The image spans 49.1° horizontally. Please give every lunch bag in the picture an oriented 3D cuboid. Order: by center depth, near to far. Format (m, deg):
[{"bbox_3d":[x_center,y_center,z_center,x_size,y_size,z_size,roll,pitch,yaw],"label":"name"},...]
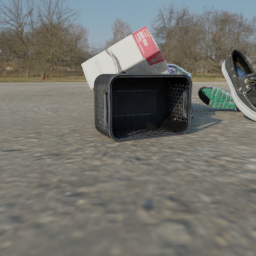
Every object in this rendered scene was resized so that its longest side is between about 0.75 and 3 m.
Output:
[{"bbox_3d":[0.646,-1.440,10.198,2.887,1.835,2.448,-14,13,-5],"label":"lunch bag"}]

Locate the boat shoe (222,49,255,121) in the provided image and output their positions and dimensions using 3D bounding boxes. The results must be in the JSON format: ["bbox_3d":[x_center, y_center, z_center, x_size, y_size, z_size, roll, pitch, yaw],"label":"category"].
[{"bbox_3d":[3.842,-1.472,8.950,0.942,0.892,2.694,-6,55,-5],"label":"boat shoe"}]

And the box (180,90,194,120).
[{"bbox_3d":[1.706,-0.698,8.306,0.244,0.981,0.774,-6,11,26],"label":"box"}]

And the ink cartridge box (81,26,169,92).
[{"bbox_3d":[-0.039,-1.640,7.564,1.965,0.833,1.431,-29,-15,12],"label":"ink cartridge box"}]

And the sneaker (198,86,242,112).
[{"bbox_3d":[3.728,-1.188,10.976,2.111,0.786,0.924,17,26,-1],"label":"sneaker"}]

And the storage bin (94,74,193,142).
[{"bbox_3d":[0.361,-0.558,6.719,2.161,1.461,1.013,-5,13,-25],"label":"storage bin"}]
